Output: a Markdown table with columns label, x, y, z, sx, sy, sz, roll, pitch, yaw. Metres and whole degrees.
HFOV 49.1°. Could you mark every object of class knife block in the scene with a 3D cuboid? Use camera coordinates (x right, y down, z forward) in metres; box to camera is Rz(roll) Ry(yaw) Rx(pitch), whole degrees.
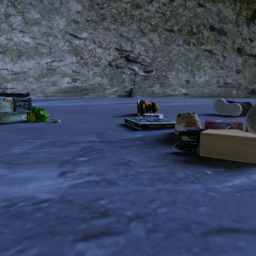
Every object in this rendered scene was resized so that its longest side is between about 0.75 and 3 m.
| label | x | y | z | sx | sy | sz | roll | pitch | yaw |
| --- | --- | --- | --- | --- | --- | --- | --- | --- | --- |
| knife block | 2.034 | 0.385 | 6.626 | 1.592 | 0.580 | 1.813 | -2 | 9 | -9 |

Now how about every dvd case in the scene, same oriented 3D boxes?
| label | x | y | z | sx | sy | sz | roll | pitch | yaw |
| --- | --- | --- | --- | --- | --- | --- | --- | --- | --- |
| dvd case | 0.958 | -0.220 | 12.034 | 1.691 | 0.278 | 2.250 | -2 | 9 | -17 |

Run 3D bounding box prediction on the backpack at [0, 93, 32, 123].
| label | x | y | z | sx | sy | sz | roll | pitch | yaw |
| --- | --- | --- | --- | --- | --- | --- | --- | --- | --- |
| backpack | -5.724 | -0.990 | 13.045 | 1.764 | 1.496 | 1.987 | 6 | 4 | 39 |

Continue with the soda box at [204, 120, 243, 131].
| label | x | y | z | sx | sy | sz | roll | pitch | yaw |
| --- | --- | --- | --- | --- | --- | --- | --- | --- | --- |
| soda box | 3.473 | -0.044 | 10.217 | 1.337 | 0.424 | 0.468 | 3 | 10 | 17 |

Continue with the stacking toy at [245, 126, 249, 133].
| label | x | y | z | sx | sy | sz | roll | pitch | yaw |
| --- | --- | --- | --- | --- | --- | --- | --- | --- | --- |
| stacking toy | 4.192 | -0.124 | 9.332 | 0.423 | 0.906 | 1.001 | 16 | 12 | 22 |

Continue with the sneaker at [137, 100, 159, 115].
| label | x | y | z | sx | sy | sz | roll | pitch | yaw |
| --- | --- | --- | --- | --- | --- | --- | --- | --- | --- |
| sneaker | 1.300 | -1.305 | 17.433 | 1.181 | 0.918 | 2.626 | -1 | 5 | 14 |

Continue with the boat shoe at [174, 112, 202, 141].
| label | x | y | z | sx | sy | sz | roll | pitch | yaw |
| --- | --- | --- | --- | --- | --- | --- | --- | --- | --- |
| boat shoe | 2.062 | -0.152 | 9.502 | 0.891 | 0.816 | 2.385 | -3 | 7 | 1 |

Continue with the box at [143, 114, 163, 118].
| label | x | y | z | sx | sy | sz | roll | pitch | yaw |
| --- | --- | --- | --- | --- | --- | --- | --- | --- | --- |
| box | 1.289 | -0.572 | 14.519 | 0.941 | 0.283 | 0.549 | 4 | 9 | 25 |

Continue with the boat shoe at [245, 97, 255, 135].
| label | x | y | z | sx | sy | sz | roll | pitch | yaw |
| --- | --- | --- | --- | --- | --- | --- | --- | --- | --- |
| boat shoe | 4.056 | -0.359 | 8.038 | 1.071 | 0.894 | 2.872 | -7 | 23 | 31 |

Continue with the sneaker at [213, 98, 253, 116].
| label | x | y | z | sx | sy | sz | roll | pitch | yaw |
| --- | --- | --- | --- | --- | --- | --- | --- | --- | --- |
| sneaker | 6.542 | -1.268 | 17.408 | 1.362 | 0.971 | 2.747 | -1 | 13 | -19 |

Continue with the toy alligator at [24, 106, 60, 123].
| label | x | y | z | sx | sy | sz | roll | pitch | yaw |
| --- | --- | --- | --- | --- | --- | --- | --- | --- | --- |
| toy alligator | -4.434 | -0.718 | 13.823 | 2.793 | 0.758 | 0.828 | 4 | 9 | 28 |
